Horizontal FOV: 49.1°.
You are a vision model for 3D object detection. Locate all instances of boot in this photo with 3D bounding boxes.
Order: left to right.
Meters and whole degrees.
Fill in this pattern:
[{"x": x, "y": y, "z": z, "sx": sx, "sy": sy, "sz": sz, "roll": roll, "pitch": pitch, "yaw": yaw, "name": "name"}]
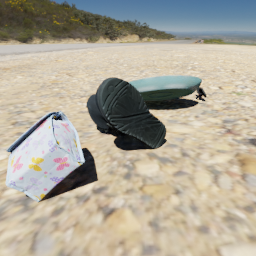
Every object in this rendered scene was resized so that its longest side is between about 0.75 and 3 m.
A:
[{"x": -0.371, "y": -0.383, "z": 5.913, "sx": 1.791, "sy": 0.814, "sz": 2.132, "roll": 20, "pitch": -12, "yaw": 43, "name": "boot"}]

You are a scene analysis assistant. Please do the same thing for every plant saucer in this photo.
[{"x": 1.009, "y": -1.175, "z": 8.785, "sx": 2.590, "sy": 0.355, "sz": 2.590, "roll": -5, "pitch": -3, "yaw": 0, "name": "plant saucer"}]

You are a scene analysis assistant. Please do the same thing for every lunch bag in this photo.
[{"x": -1.313, "y": 0.331, "z": 4.325, "sx": 1.002, "sy": 0.751, "sz": 1.182, "roll": -40, "pitch": 34, "yaw": 10, "name": "lunch bag"}]

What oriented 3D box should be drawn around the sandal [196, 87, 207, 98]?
[{"x": 2.539, "y": -1.248, "z": 9.885, "sx": 0.238, "sy": 0.374, "sz": 0.995, "roll": -28, "pitch": 16, "yaw": 7, "name": "sandal"}]
